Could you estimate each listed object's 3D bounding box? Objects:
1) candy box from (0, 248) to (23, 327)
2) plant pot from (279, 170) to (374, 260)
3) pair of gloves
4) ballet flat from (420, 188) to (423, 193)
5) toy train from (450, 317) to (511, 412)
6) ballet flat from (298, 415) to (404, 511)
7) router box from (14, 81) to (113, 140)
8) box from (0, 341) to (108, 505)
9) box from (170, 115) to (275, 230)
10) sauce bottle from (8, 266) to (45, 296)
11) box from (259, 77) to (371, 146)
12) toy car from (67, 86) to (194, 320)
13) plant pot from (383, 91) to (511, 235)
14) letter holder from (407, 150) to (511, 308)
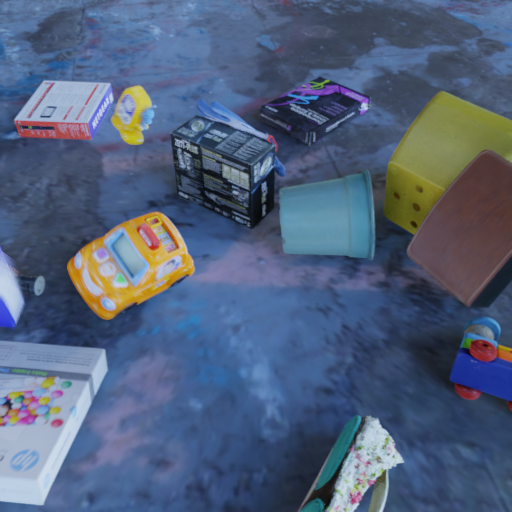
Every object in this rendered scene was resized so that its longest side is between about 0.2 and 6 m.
[{"bbox_3d":[-4.373,0.374,8.412,1.272,1.505,0.580,3,44,2],"label":"candy box"},{"bbox_3d":[1.227,-0.662,9.939,1.560,1.593,1.593,-4,44,5],"label":"plant pot"},{"bbox_3d":[-0.285,-2.334,11.231,1.846,2.296,0.262,30,85,18],"label":"pair of gloves"},{"bbox_3d":[4.230,-1.288,10.977,2.927,0.993,1.102,-8,21,-17],"label":"ballet flat"},{"bbox_3d":[3.979,1.625,8.053,2.143,0.907,1.240,16,33,16],"label":"toy train"},{"bbox_3d":[0.932,3.047,6.496,0.866,1.025,2.710,40,57,5],"label":"ballet flat"},{"bbox_3d":[-4.613,-3.570,13.631,1.756,0.478,1.957,4,44,4],"label":"router box"},{"bbox_3d":[-3.228,2.059,7.391,1.831,0.484,2.349,4,30,4],"label":"box"},{"bbox_3d":[-0.629,-1.625,10.836,1.897,1.553,0.817,25,50,24],"label":"box"},{"bbox_3d":[-4.434,0.403,9.476,1.665,0.549,0.549,9,45,9],"label":"sauce bottle"},{"bbox_3d":[1.442,-3.607,13.722,1.667,0.421,2.332,33,54,30],"label":"box"},{"bbox_3d":[-2.287,-1.181,9.370,2.085,1.414,4.250,-8,67,-33],"label":"toy car"},{"bbox_3d":[3.525,-1.380,10.341,1.867,2.116,2.116,-36,54,-22],"label":"plant pot"},{"bbox_3d":[3.658,-0.433,8.984,1.055,2.098,1.491,7,32,-51],"label":"letter holder"}]
